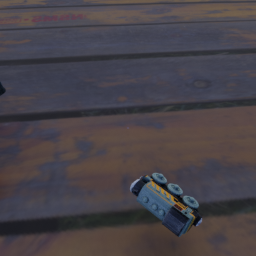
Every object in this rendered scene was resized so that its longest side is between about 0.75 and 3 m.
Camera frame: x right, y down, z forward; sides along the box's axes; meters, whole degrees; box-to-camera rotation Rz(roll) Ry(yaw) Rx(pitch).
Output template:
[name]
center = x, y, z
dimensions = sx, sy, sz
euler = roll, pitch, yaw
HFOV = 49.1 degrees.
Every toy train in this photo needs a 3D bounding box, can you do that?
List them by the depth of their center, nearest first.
[toy train]
center = 0.676, 1.342, 5.092
dimensions = 1.377, 0.587, 0.785
euler = 35, 21, 25

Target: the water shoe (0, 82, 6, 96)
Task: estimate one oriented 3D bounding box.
[water shoe]
center = -3.737, -0.508, 7.159
dimensions = 0.802, 2.034, 0.727
euler = -30, 88, -50
